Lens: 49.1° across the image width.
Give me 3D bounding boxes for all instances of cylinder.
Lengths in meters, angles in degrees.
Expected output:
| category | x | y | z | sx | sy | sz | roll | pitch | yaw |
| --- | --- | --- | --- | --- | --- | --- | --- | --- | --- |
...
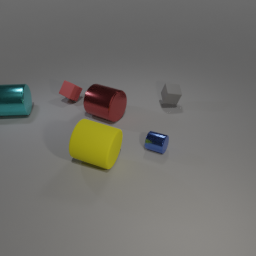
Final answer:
| category | x | y | z | sx | sy | sz | roll | pitch | yaw |
| --- | --- | --- | --- | --- | --- | --- | --- | --- | --- |
| cylinder | -5.167 | -1.239 | 12.463 | 1.400 | 1.400 | 1.400 | -3 | 32 | -4 |
| cylinder | -1.067 | 0.531 | 9.523 | 1.400 | 1.400 | 1.400 | 16 | 35 | 13 |
| cylinder | 1.069 | 0.521 | 10.345 | 0.700 | 0.700 | 0.700 | 15 | 35 | 23 |
| cylinder | -0.984 | -1.114 | 12.267 | 1.400 | 1.400 | 1.400 | 18 | 37 | 27 |

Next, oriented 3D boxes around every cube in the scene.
| category | x | y | z | sx | sy | sz | roll | pitch | yaw |
| --- | --- | --- | --- | --- | --- | --- | --- | --- | --- |
| cube | 2.009 | -1.591 | 13.044 | 0.700 | 0.700 | 0.700 | 5 | 52 | -13 |
| cube | -2.775 | -1.800 | 13.579 | 0.700 | 0.700 | 0.700 | 27 | 5 | 23 |
